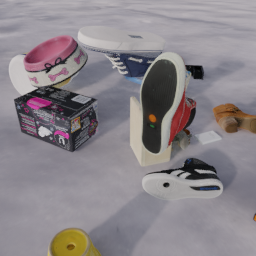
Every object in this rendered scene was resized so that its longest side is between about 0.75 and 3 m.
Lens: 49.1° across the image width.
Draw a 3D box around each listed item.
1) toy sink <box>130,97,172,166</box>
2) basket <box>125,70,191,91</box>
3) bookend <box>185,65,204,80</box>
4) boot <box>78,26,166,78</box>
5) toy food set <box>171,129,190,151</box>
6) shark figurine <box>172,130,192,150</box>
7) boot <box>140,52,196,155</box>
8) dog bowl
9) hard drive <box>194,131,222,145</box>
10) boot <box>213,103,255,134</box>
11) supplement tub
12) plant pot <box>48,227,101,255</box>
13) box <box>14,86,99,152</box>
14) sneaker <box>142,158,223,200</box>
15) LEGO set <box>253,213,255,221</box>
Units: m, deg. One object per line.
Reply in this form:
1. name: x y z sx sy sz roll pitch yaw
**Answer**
1. toy sink: 0.739 0.024 8.789 1.069 1.908 1.244 -10 33 -14
2. basket: 1.373 -2.213 12.407 2.538 1.765 2.238 20 36 14
3. bookend: 3.453 -2.950 14.789 0.978 0.451 0.972 4 33 7
4. boot: -0.196 -2.112 8.259 2.918 1.318 1.062 -6 44 -35
5. toy food set: 1.634 0.020 10.244 1.385 0.343 2.178 -7 33 -11
6. shark figurine: 1.530 0.038 9.651 1.724 0.719 1.030 26 44 38
7. boot: 0.960 -0.641 5.541 0.762 2.105 1.519 30 46 28
8. dog bowl: -2.600 -2.412 9.787 2.268 0.836 2.268 -15 41 13
9. hard drive: 2.837 0.337 9.971 0.804 0.106 0.530 -13 35 -19
10. boot: 4.328 -0.412 10.682 1.984 0.761 1.540 -9 31 2
11. supplement tub: -3.745 -2.695 12.922 2.013 2.013 2.789 18 36 26
12. plant pot: -1.072 2.622 5.456 1.208 1.136 1.208 1 33 0
13. box: -2.466 -0.411 9.936 2.466 1.415 1.629 18 35 24
14. sneaker: 1.431 1.353 7.874 2.170 0.793 1.214 6 29 -5
15. LEGO set: 4.438 2.113 6.778 2.562 0.629 1.914 12 31 18
